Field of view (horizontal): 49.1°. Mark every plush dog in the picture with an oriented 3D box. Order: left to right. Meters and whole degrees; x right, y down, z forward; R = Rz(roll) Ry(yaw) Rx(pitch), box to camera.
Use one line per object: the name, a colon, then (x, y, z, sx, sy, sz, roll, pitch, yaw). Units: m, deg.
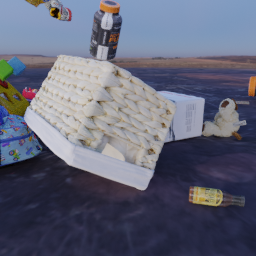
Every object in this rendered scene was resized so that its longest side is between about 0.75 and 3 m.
plush dog: (2.803, -0.209, 7.940, 1.017, 1.268, 1.089, 35, 31, 2)

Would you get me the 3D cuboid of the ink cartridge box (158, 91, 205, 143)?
ink cartridge box: (0.481, -0.324, 7.831, 2.676, 1.128, 1.937, -8, 17, -29)

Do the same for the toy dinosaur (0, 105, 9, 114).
toy dinosaur: (-5.198, -0.691, 10.591, 1.153, 0.495, 0.782, -16, 28, -32)

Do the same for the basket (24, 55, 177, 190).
basket: (-0.584, -0.255, 5.271, 1.763, 1.604, 2.600, 27, 1, -36)

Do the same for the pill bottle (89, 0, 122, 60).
pill bottle: (-0.844, -3.788, 10.843, 1.104, 2.078, 1.104, 9, 40, -8)

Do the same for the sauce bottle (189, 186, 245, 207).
sauce bottle: (1.354, 1.067, 4.320, 0.813, 0.268, 0.268, 2, 15, 13)

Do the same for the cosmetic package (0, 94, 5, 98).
cosmetic package: (-6.314, -1.235, 12.312, 1.646, 0.585, 0.866, 8, 14, 27)

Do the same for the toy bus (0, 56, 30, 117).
toy bus: (-3.643, -0.364, 7.538, 2.546, 1.394, 2.699, -27, 22, 52)

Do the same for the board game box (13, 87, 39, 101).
board game box: (-4.266, -1.513, 12.497, 2.397, 0.467, 1.894, 17, 7, 34)

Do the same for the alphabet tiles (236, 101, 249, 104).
alphabet tiles: (5.351, -1.226, 13.403, 0.821, 0.031, 0.687, 5, 16, 20)

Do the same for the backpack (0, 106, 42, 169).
backpack: (-2.855, 0.154, 5.744, 1.967, 1.323, 1.796, -13, 19, -43)

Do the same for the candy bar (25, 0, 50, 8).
candy bar: (-1.300, -3.224, 6.170, 2.192, 0.243, 0.547, -16, -3, 19)

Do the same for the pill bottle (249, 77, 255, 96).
pill bottle: (7.169, -1.908, 13.234, 2.678, 1.423, 1.423, 8, 17, 27)

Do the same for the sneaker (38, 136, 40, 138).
sneaker: (-2.489, -0.163, 8.153, 1.738, 0.661, 1.256, 7, 14, 19)

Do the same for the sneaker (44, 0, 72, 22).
sneaker: (-1.931, -3.166, 7.431, 0.425, 0.402, 1.034, -21, 51, -42)
